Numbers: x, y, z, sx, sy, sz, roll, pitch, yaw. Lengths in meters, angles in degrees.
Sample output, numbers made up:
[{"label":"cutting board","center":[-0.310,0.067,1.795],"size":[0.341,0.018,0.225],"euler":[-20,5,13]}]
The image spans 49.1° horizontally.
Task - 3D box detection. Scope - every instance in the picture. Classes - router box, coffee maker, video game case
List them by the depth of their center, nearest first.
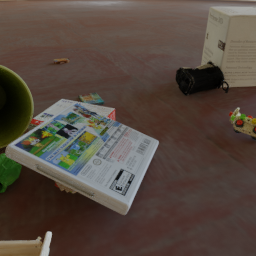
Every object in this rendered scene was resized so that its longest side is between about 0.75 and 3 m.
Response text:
[{"label":"video game case","center":[-0.801,0.465,6.654],"size":[2.694,0.325,2.955],"euler":[25,28,7]},{"label":"router box","center":[-1.678,-0.181,8.648],"size":[2.034,0.497,1.826],"euler":[11,32,18]},{"label":"coffee maker","center":[2.903,-1.897,11.027],"size":[1.584,1.067,1.522],"euler":[-17,35,-24]}]

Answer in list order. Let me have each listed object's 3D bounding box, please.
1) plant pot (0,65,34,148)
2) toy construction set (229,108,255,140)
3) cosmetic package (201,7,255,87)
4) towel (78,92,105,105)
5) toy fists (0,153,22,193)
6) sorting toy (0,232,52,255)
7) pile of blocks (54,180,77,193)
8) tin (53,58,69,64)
[{"label":"plant pot","center":[-4.166,-0.798,8.346],"size":[2.317,2.317,2.476],"euler":[-13,18,-21]},{"label":"toy construction set","center":[3.791,-0.202,8.415],"size":[1.695,0.781,1.111],"euler":[16,57,39]},{"label":"cosmetic package","center":[4.758,-3.517,11.964],"size":[2.370,2.873,2.368],"euler":[-3,31,-4]},{"label":"towel","center":[-1.394,-1.093,10.595],"size":[0.746,0.110,1.017],"euler":[-13,33,-22]},{"label":"toy fists","center":[-3.447,1.001,6.547],"size":[1.841,0.633,0.938],"euler":[3,36,4]},{"label":"sorting toy","center":[-2.203,2.500,3.662],"size":[2.172,1.160,1.955],"euler":[1,38,-1]},{"label":"pile of blocks","center":[-1.260,1.053,6.666],"size":[0.568,0.751,1.829],"euler":[-39,13,18]},{"label":"tin","center":[-3.474,-3.502,14.649],"size":[0.821,0.172,0.460],"euler":[-9,36,-15]}]
